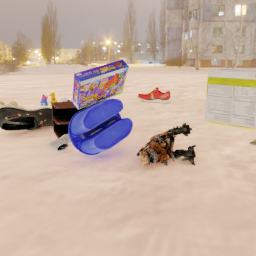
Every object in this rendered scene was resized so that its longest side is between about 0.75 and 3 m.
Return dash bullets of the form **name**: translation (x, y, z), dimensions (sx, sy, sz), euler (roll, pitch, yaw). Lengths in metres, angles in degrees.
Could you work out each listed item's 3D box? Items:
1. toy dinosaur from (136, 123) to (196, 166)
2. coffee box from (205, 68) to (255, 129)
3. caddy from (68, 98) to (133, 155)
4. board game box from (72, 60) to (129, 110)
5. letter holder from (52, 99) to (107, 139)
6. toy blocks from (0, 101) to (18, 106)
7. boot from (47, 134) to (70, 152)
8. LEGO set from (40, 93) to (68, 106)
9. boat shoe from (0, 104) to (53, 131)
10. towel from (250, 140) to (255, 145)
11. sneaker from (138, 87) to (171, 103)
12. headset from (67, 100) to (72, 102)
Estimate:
- **toy dinosaur**: translation (1.054, 0.432, 7.871), dimensions (1.497, 1.127, 2.206), euler (-11, 31, 24)
- **coffee box**: translation (5.006, -1.404, 12.266), dimensions (2.321, 2.295, 2.317), euler (13, 19, 43)
- **caddy**: translation (-0.811, -0.041, 8.270), dimensions (1.935, 1.368, 1.016), euler (-33, 11, -36)
- **board game box**: translation (-0.797, -1.264, 8.098), dimensions (1.616, 1.086, 0.362), euler (-25, 61, -30)
- **letter holder**: translation (-1.538, -0.319, 10.413), dimensions (2.296, 1.155, 1.632), euler (-6, 17, -21)
- **toy blocks**: translation (-6.441, -1.051, 14.571), dimensions (1.175, 0.512, 1.410), euler (-2, 14, -11)
- **boot**: translation (-2.032, 0.502, 8.894), dimensions (0.474, 0.365, 0.992), euler (17, 29, 31)
- **LEGO set**: translation (-4.520, -1.733, 16.679), dimensions (1.945, 0.798, 0.742), euler (4, 15, 16)
- **boat shoe**: translation (-3.711, -0.299, 11.048), dimensions (2.762, 1.010, 0.865), euler (2, 49, -41)
- **towel**: translation (4.545, 0.477, 9.363), dimensions (0.879, 0.100, 0.632), euler (-13, 18, -40)
- **sneaker**: translation (1.708, -2.149, 17.998), dimensions (2.243, 0.952, 0.864), euler (6, 15, 23)
- **headset**: translation (-2.318, -1.015, 14.553), dimensions (1.933, 0.908, 1.193), euler (19, 21, 13)
